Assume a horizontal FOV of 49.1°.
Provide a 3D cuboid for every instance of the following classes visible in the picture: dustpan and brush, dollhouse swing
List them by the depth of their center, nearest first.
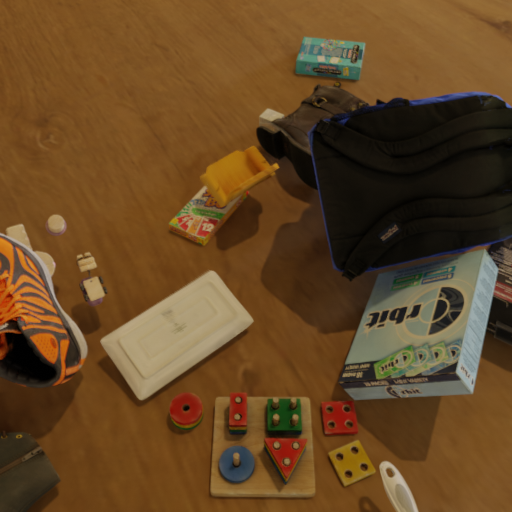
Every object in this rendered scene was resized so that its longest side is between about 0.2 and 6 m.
[{"bbox_3d":[2.197,3.961,6.864,1.965,0.806,2.815,-16,52,-14],"label":"dustpan and brush"},{"bbox_3d":[-0.322,-1.666,10.796,1.207,1.061,1.097,-33,79,-15],"label":"dollhouse swing"}]

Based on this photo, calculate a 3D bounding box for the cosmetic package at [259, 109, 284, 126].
[{"bbox_3d":[0.362,-3.152,13.203,0.464,0.388,0.386,26,54,20],"label":"cosmetic package"}]

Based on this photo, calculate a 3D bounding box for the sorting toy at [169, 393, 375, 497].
[{"bbox_3d":[0.199,2.678,8.159,3.041,0.514,1.466,1,50,0],"label":"sorting toy"}]

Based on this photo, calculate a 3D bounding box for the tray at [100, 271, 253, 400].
[{"bbox_3d":[-1.264,1.203,9.181,2.279,0.253,1.224,-33,71,-23],"label":"tray"}]

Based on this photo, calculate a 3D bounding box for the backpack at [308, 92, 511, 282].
[{"bbox_3d":[2.782,-1.444,9.761,3.396,2.760,2.850,-11,12,9],"label":"backpack"}]

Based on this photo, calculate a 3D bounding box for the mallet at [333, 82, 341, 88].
[{"bbox_3d":[1.634,-3.911,13.927,0.585,0.365,1.776,18,48,11],"label":"mallet"}]

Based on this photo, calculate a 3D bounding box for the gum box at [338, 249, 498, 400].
[{"bbox_3d":[2.537,1.082,8.728,2.008,0.526,2.363,-18,32,44],"label":"gum box"}]

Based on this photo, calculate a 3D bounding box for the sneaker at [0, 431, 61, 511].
[{"bbox_3d":[-4.120,2.738,7.891,2.811,1.051,1.493,39,54,18],"label":"sneaker"}]

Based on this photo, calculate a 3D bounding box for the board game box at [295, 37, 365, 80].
[{"bbox_3d":[1.998,-5.305,15.026,1.698,0.399,1.282,9,50,8],"label":"board game box"}]

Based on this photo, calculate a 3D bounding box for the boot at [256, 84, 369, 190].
[{"bbox_3d":[1.601,-2.792,12.363,2.409,0.958,2.767,-35,57,-19],"label":"boot"}]

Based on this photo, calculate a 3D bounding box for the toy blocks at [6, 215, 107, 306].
[{"bbox_3d":[-3.810,0.350,9.674,1.873,1.576,1.750,-21,86,-23],"label":"toy blocks"}]

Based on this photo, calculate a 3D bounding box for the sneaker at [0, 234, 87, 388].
[{"bbox_3d":[-3.517,0.745,8.074,1.026,1.481,2.644,-39,92,4],"label":"sneaker"}]

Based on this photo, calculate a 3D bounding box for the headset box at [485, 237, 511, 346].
[{"bbox_3d":[4.937,0.470,9.584,2.119,1.070,2.851,26,58,22],"label":"headset box"}]

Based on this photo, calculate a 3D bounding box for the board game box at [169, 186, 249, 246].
[{"bbox_3d":[-0.926,-0.988,11.479,0.844,0.265,1.766,24,51,18],"label":"board game box"}]
